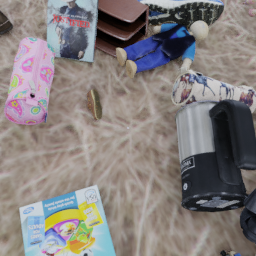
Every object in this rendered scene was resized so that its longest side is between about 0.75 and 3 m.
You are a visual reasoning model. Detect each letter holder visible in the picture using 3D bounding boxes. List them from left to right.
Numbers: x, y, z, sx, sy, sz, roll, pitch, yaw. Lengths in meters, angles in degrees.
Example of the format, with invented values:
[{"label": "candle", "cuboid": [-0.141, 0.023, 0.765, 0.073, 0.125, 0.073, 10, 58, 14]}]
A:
[{"label": "letter holder", "cuboid": [-0.670, -3.338, 8.645, 2.149, 1.081, 1.527, 35, 67, 18]}]

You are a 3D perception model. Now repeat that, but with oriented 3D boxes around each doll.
[{"label": "doll", "cuboid": [1.171, -2.386, 8.296, 2.849, 0.691, 1.944, -28, 63, -13]}]

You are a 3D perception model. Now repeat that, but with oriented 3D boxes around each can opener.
[{"label": "can opener", "cuboid": [3.413, 1.866, 5.415, 2.905, 1.142, 0.921, 12, 37, -17]}]

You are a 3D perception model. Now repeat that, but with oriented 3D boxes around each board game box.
[{"label": "board game box", "cuboid": [-1.131, 2.464, 5.610, 1.678, 0.522, 2.223, -16, 61, -9]}]

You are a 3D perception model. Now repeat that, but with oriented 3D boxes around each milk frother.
[{"label": "milk frother", "cuboid": [2.360, 0.649, 6.172, 2.293, 2.069, 2.157, 21, 55, -30]}]

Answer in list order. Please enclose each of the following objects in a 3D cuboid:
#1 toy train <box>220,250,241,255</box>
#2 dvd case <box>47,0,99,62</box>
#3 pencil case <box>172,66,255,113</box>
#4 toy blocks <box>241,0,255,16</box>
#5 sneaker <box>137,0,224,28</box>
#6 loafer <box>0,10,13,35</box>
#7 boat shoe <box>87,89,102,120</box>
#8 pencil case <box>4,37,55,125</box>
[{"label": "toy train", "cuboid": [2.493, 3.339, 5.186, 0.524, 0.390, 2.288, -22, 63, -16]}, {"label": "dvd case", "cuboid": [-1.624, -3.027, 8.113, 1.481, 2.028, 0.223, 10, 20, 5]}, {"label": "pencil case", "cuboid": [2.178, -0.823, 6.938, 2.139, 0.832, 0.957, 10, 97, -22]}, {"label": "toy blocks", "cuboid": [4.488, -4.418, 9.382, 1.029, 1.101, 0.927, -14, 19, 1]}, {"label": "sneaker", "cuboid": [1.654, -4.058, 9.012, 2.846, 1.118, 1.269, 7, 65, 4]}, {"label": "loafer", "cuboid": [-4.547, -3.724, 9.058, 2.014, 0.719, 0.735, 36, 66, 19]}, {"label": "boat shoe", "cuboid": [-0.918, -0.606, 7.537, 0.306, 0.327, 0.907, -23, 66, 25]}, {"label": "pencil case", "cuboid": [-2.493, -1.265, 7.309, 1.091, 1.091, 2.496, -3, 52, -2]}]
